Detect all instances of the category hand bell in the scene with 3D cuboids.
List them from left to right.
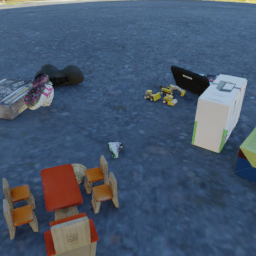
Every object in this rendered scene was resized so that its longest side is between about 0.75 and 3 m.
[{"bbox_3d":[-1.552,1.728,8.178,0.651,0.651,1.250,-1,44,-2],"label":"hand bell"}]

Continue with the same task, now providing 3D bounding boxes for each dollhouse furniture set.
[{"bbox_3d":[-1.592,1.828,6.989,2.846,1.466,2.815,-11,34,-18],"label":"dollhouse furniture set"}]

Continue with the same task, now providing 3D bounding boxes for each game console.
[{"bbox_3d":[3.588,-2.461,14.118,1.355,2.047,2.328,-45,47,-13],"label":"game console"}]

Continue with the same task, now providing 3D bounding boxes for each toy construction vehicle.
[{"bbox_3d":[1.786,-1.683,13.530,1.575,0.555,1.371,23,38,32],"label":"toy construction vehicle"}]

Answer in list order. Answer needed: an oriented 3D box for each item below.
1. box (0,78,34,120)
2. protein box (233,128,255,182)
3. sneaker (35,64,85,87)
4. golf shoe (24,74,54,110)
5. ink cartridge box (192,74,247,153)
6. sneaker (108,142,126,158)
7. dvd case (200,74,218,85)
[{"bbox_3d":[-5.590,-1.461,13.036,2.254,0.688,2.846,8,33,12],"label":"box"},{"bbox_3d":[4.428,0.944,8.808,1.543,1.049,1.555,23,39,32],"label":"protein box"},{"bbox_3d":[-3.645,-2.629,14.832,2.839,1.078,1.288,6,41,22],"label":"sneaker"},{"bbox_3d":[-3.616,-1.375,11.966,0.914,1.160,2.519,-22,30,12],"label":"golf shoe"},{"bbox_3d":[3.467,-0.639,10.532,1.111,1.923,2.644,18,36,26],"label":"ink cartridge box"},{"bbox_3d":[-0.328,0.721,9.870,0.585,0.325,0.837,-11,34,-16],"label":"sneaker"},{"bbox_3d":[4.587,-2.451,14.895,1.418,0.214,1.942,6,29,1],"label":"dvd case"}]
